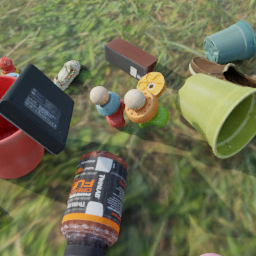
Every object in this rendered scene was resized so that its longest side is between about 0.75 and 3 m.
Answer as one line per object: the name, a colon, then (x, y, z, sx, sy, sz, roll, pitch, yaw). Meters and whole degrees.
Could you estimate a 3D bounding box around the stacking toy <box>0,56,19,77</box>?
stacking toy: (-4.222, -1.646, 9.201, 1.353, 0.631, 1.494, -24, 56, -18)

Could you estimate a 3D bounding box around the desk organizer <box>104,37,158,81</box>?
desk organizer: (0.097, -2.399, 9.764, 1.900, 0.681, 0.731, 36, 58, 24)

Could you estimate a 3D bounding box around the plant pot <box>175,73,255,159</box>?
plant pot: (2.391, -0.533, 7.692, 2.045, 2.045, 1.880, -29, 46, -21)

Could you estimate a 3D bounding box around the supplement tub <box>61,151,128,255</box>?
supplement tub: (-0.725, 1.747, 6.193, 1.242, 1.242, 2.323, 6, 52, 4)

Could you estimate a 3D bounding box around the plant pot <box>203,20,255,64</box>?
plant pot: (3.478, -2.883, 9.811, 1.343, 1.371, 1.371, -19, 54, -4)

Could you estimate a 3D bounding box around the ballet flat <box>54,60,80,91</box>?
ballet flat: (-2.032, -1.887, 9.471, 0.596, 0.503, 1.575, 12, 53, 8)

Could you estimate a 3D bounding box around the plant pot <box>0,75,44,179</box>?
plant pot: (-3.102, 0.122, 6.975, 2.226, 1.969, 2.226, 0, 54, 0)

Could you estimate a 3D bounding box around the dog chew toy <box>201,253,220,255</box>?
dog chew toy: (2.211, 3.286, 4.778, 2.873, 1.789, 1.789, 29, 57, 31)

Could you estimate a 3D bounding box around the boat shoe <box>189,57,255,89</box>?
boat shoe: (3.156, -1.728, 9.043, 0.970, 0.972, 2.627, -38, 61, -25)

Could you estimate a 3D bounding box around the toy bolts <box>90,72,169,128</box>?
toy bolts: (-0.017, -0.911, 7.559, 1.948, 1.351, 1.861, -6, 62, 31)

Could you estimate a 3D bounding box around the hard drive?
hard drive: (-1.820, -0.498, 5.973, 0.336, 1.425, 2.042, -38, 26, 17)
